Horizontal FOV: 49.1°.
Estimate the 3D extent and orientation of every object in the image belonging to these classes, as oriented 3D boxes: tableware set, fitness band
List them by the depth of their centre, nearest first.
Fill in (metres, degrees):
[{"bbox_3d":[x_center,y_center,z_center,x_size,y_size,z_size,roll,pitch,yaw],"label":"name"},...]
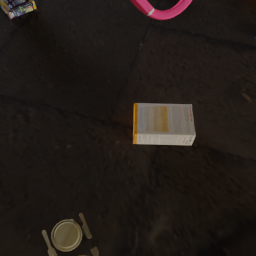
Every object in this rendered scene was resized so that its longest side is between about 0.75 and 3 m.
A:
[{"bbox_3d":[-1.152,2.663,5.931,0.943,0.286,1.427,-19,65,-25],"label":"tableware set"},{"bbox_3d":[0.576,-3.398,6.091,1.501,0.391,2.090,-44,110,6],"label":"fitness band"}]

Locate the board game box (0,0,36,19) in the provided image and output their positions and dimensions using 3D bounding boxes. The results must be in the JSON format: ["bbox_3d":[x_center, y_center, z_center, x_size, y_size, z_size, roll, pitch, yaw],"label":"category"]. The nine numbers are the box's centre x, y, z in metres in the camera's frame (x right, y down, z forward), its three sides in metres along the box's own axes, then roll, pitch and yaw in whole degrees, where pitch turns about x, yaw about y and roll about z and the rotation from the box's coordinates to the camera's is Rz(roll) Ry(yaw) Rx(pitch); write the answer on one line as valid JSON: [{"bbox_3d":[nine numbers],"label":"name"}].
[{"bbox_3d":[-4.197,-4.697,10.405,1.062,0.364,1.285,-32,64,-16],"label":"board game box"}]

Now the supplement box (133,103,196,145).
[{"bbox_3d":[0.926,-0.098,7.439,1.566,0.576,0.987,2,58,1],"label":"supplement box"}]
